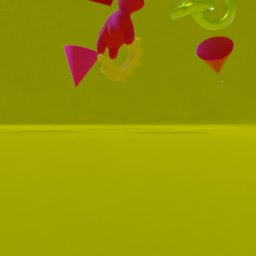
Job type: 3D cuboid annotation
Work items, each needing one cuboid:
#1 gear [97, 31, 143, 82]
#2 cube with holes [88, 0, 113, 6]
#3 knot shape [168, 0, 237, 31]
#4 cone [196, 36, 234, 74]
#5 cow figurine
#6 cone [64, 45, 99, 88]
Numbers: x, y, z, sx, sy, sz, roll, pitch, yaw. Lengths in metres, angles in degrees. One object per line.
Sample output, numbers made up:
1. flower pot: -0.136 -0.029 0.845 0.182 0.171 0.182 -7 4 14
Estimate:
1. gear: -0.196 -2.124 8.159 1.515 1.515 0.280 -1 23 -47
2. cube with holes: -0.591 -2.789 4.779 0.832 0.832 0.832 3 -33 -28
3. knot shape: 2.185 -3.500 7.979 1.790 1.913 0.884 22 -34 9
4. cone: 3.126 -2.342 9.899 1.233 1.233 1.237 0 -36 24
5. cow figurine: -0.180 -2.240 5.867 0.693 1.243 1.263 18 -31 -30
6. cone: -2.149 -2.585 12.331 1.631 1.638 1.631 11 2 0
